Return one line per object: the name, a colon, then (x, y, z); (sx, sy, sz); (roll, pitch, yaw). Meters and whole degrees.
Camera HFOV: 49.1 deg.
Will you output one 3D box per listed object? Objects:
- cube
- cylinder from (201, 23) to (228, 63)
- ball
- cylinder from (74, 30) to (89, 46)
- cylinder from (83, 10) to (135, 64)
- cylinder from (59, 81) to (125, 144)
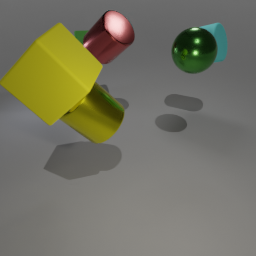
cube: (-1.643, -1.210, 6.281); (1.400, 1.400, 1.400); (-36, 22, 27)
cylinder: (2.917, -3.185, 10.816); (1.400, 1.400, 1.400); (0, 25, 39)
ball: (2.051, -2.393, 8.696); (1.400, 1.400, 1.400); (0, 31, 0)
cylinder: (-1.628, -3.607, 12.463); (1.400, 1.400, 1.400); (-5, 32, -11)
cylinder: (-0.708, -3.288, 10.270); (1.400, 1.400, 1.400); (-28, 6, 46)
cylinder: (-1.050, -0.491, 7.800); (1.400, 1.400, 1.400); (-30, 39, 28)
